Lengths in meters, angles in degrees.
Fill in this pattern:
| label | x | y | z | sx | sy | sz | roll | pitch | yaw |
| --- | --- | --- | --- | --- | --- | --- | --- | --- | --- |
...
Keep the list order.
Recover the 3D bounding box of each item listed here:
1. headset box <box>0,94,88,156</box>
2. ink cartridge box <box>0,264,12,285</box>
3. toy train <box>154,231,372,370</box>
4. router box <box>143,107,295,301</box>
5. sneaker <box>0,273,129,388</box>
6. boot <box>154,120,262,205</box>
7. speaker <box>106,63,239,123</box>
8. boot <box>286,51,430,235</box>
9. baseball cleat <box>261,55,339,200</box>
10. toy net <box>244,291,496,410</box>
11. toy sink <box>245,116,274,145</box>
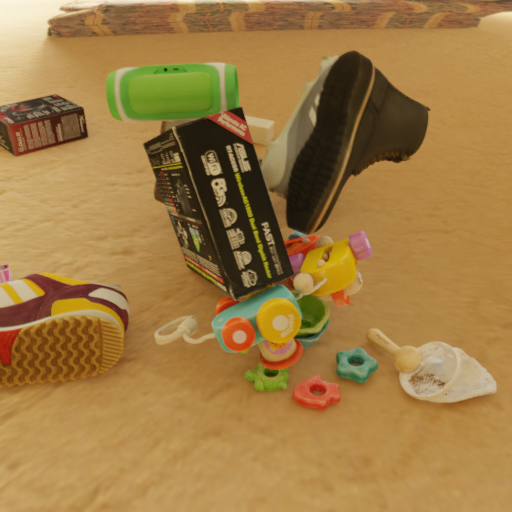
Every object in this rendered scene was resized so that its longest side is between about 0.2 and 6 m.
| label | x | y | z | sx | sy | sz | roll | pitch | yaw |
| --- | --- | --- | --- | --- | --- | --- | --- | --- | --- |
| headset box | -5.579 | -3.273 | 13.942 | 2.167 | 0.813 | 1.610 | -26 | 41 | -35 |
| ink cartridge box | -3.991 | 0.681 | 8.273 | 0.732 | 0.287 | 1.546 | -12 | 37 | -18 |
| toy train | 0.309 | 0.577 | 7.647 | 2.428 | 0.899 | 3.233 | -12 | 19 | 45 |
| router box | -0.637 | -0.751 | 7.756 | 0.886 | 2.136 | 2.851 | -21 | 13 | -15 |
| sneaker | -3.284 | 0.898 | 7.249 | 3.214 | 1.205 | 1.448 | 2 | 24 | -9 |
| boot | -0.813 | -1.820 | 10.187 | 1.843 | 2.521 | 0.885 | 9 | 5 | 9 |
| speaker | -1.280 | -2.549 | 8.777 | 1.972 | 0.872 | 0.872 | -2 | 32 | 4 |
| boot | 1.530 | -1.303 | 7.810 | 1.709 | 2.470 | 0.957 | 17 | 7 | -34 |
| baseball cleat | 1.275 | -2.394 | 11.067 | 1.699 | 1.113 | 3.193 | 31 | 78 | 0 |
| toy net | 1.429 | 1.278 | 6.948 | 2.982 | 0.576 | 1.565 | 9 | 33 | 17 |
| toy sink | -0.048 | -3.136 | 14.047 | 0.872 | 0.489 | 0.569 | 14 | 35 | 12 |
